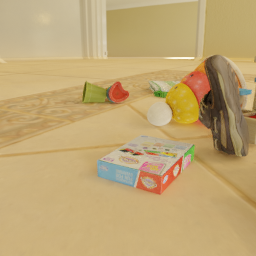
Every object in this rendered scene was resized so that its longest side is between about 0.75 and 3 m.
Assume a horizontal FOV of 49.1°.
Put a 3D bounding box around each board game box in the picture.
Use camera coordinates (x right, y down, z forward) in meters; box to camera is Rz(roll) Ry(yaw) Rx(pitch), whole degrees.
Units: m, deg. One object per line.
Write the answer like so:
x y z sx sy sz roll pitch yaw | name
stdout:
0.421 0.628 5.598 1.328 0.350 1.736 10 20 30 | board game box

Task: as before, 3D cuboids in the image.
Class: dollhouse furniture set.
3.895 -0.800 7.198 2.853 2.011 1.999 -11 19 -41 | dollhouse furniture set

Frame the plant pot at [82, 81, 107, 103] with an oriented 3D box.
-1.371 -1.405 11.537 0.882 0.928 0.928 9 14 -18 | plant pot

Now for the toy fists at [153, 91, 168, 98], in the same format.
1.524 -1.540 12.741 0.418 0.282 0.819 -7 16 -43 | toy fists

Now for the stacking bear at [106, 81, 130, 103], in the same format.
-0.607 -1.486 11.847 0.767 0.819 1.348 -45 20 -7 | stacking bear

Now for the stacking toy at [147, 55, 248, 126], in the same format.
1.884 -0.821 8.491 2.888 2.110 2.110 -24 25 -18 | stacking toy

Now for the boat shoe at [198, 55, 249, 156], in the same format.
1.867 -0.324 5.782 0.866 2.362 0.880 -7 31 32 | boat shoe

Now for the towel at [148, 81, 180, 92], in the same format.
2.583 -2.025 14.269 2.855 0.438 2.130 0 19 -7 | towel
